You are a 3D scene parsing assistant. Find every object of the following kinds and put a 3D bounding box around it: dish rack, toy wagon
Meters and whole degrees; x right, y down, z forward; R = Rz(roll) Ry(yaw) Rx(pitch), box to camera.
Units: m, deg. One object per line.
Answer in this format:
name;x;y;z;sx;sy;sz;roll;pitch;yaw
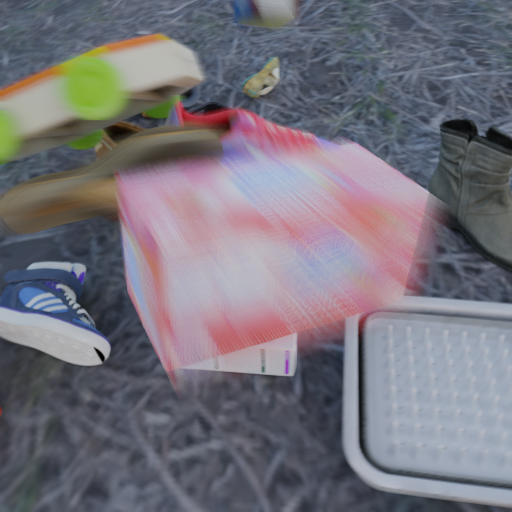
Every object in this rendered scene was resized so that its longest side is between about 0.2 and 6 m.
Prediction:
dish rack;2.911;1.905;7.403;3.544;0.771;3.041;5;44;5
toy wagon;-2.773;-1.853;7.685;4.081;0.807;3.166;-19;11;9

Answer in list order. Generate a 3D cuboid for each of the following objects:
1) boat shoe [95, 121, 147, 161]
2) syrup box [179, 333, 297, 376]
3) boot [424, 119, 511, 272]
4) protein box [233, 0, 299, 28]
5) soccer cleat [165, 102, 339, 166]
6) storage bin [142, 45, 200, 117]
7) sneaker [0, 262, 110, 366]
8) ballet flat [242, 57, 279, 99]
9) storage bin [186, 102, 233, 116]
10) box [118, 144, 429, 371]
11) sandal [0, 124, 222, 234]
boat shoe;-1.879;-1.778;10.984;3.391;1.252;1.283;21;47;21
syrup box;-0.278;1.236;8.154;1.734;0.706;0.683;4;43;4
boot;4.205;-1.055;9.700;1.009;1.947;2.980;-29;50;-28
protein box;0.153;-4.171;8.455;0.775;1.149;1.141;1;13;-13
soccer cleat;0.115;-1.592;8.256;3.016;1.153;1.006;0;44;-15
storage bin;-2.458;-4.197;13.595;2.202;1.603;1.479;-3;15;-3
sneaker;-2.888;0.695;8.610;2.150;0.866;1.574;11;48;19
ballet flat;0.257;-4.591;14.580;0.628;0.628;1.776;19;46;19
storage bin;-0.740;-2.469;12.035;1.829;0.857;1.236;33;52;31
box;0.156;-0.125;5.972;2.911;1.494;1.378;-14;39;-23
sandal;-1.715;-0.745;6.914;2.849;1.144;0.769;-21;69;-2
